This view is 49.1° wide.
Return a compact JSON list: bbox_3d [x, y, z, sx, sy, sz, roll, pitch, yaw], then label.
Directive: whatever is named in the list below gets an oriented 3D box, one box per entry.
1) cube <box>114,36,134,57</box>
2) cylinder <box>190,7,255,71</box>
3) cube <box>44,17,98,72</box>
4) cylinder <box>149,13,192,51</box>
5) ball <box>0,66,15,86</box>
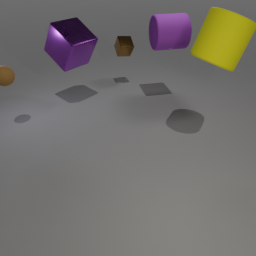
[{"bbox_3d":[-0.194,-3.986,13.667,0.700,0.700,0.700,-7,66,-22],"label":"cube"},{"bbox_3d":[2.739,-2.561,8.151,1.400,1.400,1.400,20,20,-8],"label":"cylinder"},{"bbox_3d":[-2.345,-3.424,11.466,1.400,1.400,1.400,47,48,11],"label":"cube"},{"bbox_3d":[1.705,-3.963,11.560,1.400,1.400,1.400,-7,31,-10],"label":"cylinder"},{"bbox_3d":[-4.271,-1.791,9.640,0.700,0.700,0.700,0,31,0],"label":"ball"}]
